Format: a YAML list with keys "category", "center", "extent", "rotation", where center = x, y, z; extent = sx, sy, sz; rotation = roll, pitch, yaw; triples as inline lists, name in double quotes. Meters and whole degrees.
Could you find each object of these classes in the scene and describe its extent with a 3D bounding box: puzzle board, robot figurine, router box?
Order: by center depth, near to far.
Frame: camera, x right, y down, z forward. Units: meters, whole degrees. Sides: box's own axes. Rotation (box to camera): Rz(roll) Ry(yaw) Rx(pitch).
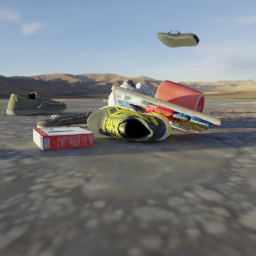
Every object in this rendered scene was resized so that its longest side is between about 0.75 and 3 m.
- category: "router box"
  center: [-1.303, 0.184, 5.545]
  extent: [0.957, 0.261, 1.066]
  rotation: [-4, 8, -27]
- category: "puzzle board"
  center: [0.732, -0.323, 6.292]
  extent: [2.251, 0.196, 1.697]
  rotation: [19, -8, 1]
- category: "robot figurine"
  center: [0.135, -0.591, 7.752]
  extent: [1.615, 1.370, 0.912]
  rotation: [27, 21, -28]

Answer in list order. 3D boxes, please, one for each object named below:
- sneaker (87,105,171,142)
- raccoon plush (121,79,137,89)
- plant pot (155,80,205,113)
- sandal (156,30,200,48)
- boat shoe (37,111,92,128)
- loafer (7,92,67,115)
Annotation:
- category: "sneaker"
  center: [-0.113, -0.106, 5.970]
  extent: [1.970, 0.733, 0.833]
  rotation: [4, 8, 27]
- category: "raccoon plush"
  center: [0.688, -1.057, 10.368]
  extent: [2.246, 1.505, 1.086]
  rotation: [-1, 7, -10]
- category: "plant pot"
  center: [1.646, -0.707, 8.739]
  extent: [1.257, 1.421, 1.421]
  rotation: [15, 13, 26]
- category: "sandal"
  center: [1.406, -2.506, 7.827]
  extent: [1.384, 0.296, 0.526]
  rotation: [20, -14, 40]
- category: "boat shoe"
  center: [-1.831, -0.264, 8.250]
  extent: [1.647, 0.469, 0.551]
  rotation: [-3, 8, -25]
- category: "loafer"
  center: [-4.131, -1.162, 13.055]
  extent: [1.120, 1.037, 2.978]
  rotation: [6, 9, 38]
